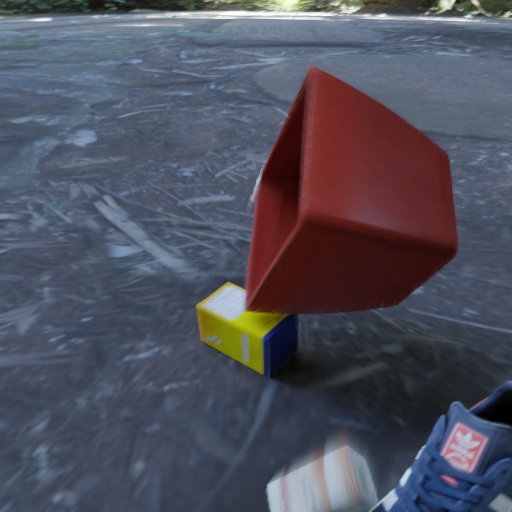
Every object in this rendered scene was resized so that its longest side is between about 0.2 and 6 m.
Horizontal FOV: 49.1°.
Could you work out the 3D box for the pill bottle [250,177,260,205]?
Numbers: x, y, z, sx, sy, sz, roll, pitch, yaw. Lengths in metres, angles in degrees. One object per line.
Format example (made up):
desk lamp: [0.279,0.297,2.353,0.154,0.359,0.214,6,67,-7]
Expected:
pill bottle: [0.121,-1.083,9.020,0.301,0.527,0.301,13,42,-12]

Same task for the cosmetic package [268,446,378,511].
cosmetic package: [0.521,1.914,4.514,0.784,0.342,0.405,-34,37,16]

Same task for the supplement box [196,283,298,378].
supplement box: [-0.103,0.851,6.624,1.075,0.589,0.585,23,41,33]

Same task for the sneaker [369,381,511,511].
sneaker: [1.505,1.826,4.387,0.955,1.076,2.547,24,37,37]

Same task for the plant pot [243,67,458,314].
plant pot: [1.030,-0.468,6.097,1.747,1.982,1.980,13,58,-10]
